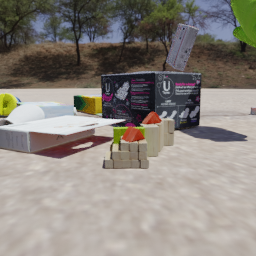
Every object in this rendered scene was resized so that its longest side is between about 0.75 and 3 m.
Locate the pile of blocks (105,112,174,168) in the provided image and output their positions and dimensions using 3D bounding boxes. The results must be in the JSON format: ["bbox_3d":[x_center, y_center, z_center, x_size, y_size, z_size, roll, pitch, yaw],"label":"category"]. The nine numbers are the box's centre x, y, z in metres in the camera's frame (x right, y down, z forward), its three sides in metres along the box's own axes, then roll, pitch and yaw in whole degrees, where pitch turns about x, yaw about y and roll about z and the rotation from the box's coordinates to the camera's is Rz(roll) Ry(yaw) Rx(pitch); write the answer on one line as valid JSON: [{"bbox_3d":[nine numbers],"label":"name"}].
[{"bbox_3d":[0.236,0.095,5.382,0.990,0.749,2.412,4,10,22],"label":"pile of blocks"}]

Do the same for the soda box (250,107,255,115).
[{"bbox_3d":[5.377,-0.671,11.161,0.899,0.307,0.286,3,10,17],"label":"soda box"}]

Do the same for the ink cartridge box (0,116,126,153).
[{"bbox_3d":[-1.375,0.098,6.206,1.896,0.476,2.184,6,11,28],"label":"ink cartridge box"}]

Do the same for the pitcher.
[{"bbox_3d":[-2.793,-0.128,7.024,1.070,0.756,1.247,-6,18,23],"label":"pitcher"}]

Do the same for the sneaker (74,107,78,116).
[{"bbox_3d":[-2.177,-0.545,10.505,0.462,0.393,1.044,-16,8,-19],"label":"sneaker"}]

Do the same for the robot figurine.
[{"bbox_3d":[3.216,-2.879,6.512,1.366,2.071,2.361,9,46,-9],"label":"robot figurine"}]

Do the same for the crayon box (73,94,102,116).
[{"bbox_3d":[-1.059,-1.067,12.263,1.753,0.719,2.788,-6,12,-32],"label":"crayon box"}]

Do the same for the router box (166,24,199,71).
[{"bbox_3d":[2.131,-3.257,11.207,0.406,1.660,1.490,13,22,-12],"label":"router box"}]

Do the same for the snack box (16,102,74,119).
[{"bbox_3d":[-2.901,-0.571,9.690,1.495,0.600,1.772,-5,10,-33],"label":"snack box"}]

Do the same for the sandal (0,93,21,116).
[{"bbox_3d":[-5.230,-0.901,10.870,2.633,1.047,1.146,9,4,12],"label":"sandal"}]

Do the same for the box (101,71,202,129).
[{"bbox_3d":[0.628,-0.925,8.740,1.853,1.609,2.804,-7,12,-34],"label":"box"}]
